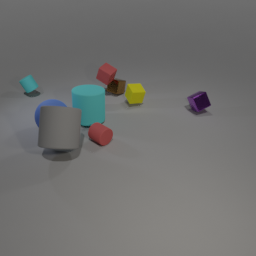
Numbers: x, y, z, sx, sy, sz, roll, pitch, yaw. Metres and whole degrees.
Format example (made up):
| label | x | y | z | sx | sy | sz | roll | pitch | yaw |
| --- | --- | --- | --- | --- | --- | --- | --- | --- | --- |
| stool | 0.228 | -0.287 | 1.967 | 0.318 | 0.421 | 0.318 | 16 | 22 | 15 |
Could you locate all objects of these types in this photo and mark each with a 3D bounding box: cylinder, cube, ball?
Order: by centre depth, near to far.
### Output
| label | x | y | z | sx | sy | sz | roll | pitch | yaw |
| --- | --- | --- | --- | --- | --- | --- | --- | --- | --- |
| cylinder | -2.364 | -0.011 | 9.737 | 1.400 | 1.400 | 1.400 | 4 | -1 | 0 |
| cylinder | -1.058 | 0.224 | 10.779 | 0.700 | 0.700 | 0.700 | 27 | 40 | 36 |
| ball | -3.020 | -0.456 | 11.251 | 1.400 | 1.400 | 1.400 | 0 | 30 | 0 |
| cylinder | -1.686 | -0.999 | 12.062 | 1.400 | 1.400 | 1.400 | 2 | 27 | -1 |
| cube | 3.276 | -1.234 | 12.942 | 0.700 | 0.700 | 0.700 | -27 | 14 | -5 |
| cube | 0.340 | -1.664 | 13.534 | 0.700 | 0.700 | 0.700 | -6 | 46 | -24 |
| cube | -1.076 | -2.721 | 14.091 | 0.700 | 0.700 | 0.700 | 33 | 46 | 6 |
| cylinder | -5.103 | -2.269 | 14.420 | 0.700 | 0.700 | 0.700 | -25 | 24 | 12 |
| cube | -0.620 | -2.230 | 14.849 | 0.700 | 0.700 | 0.700 | 19 | 18 | 29 |
